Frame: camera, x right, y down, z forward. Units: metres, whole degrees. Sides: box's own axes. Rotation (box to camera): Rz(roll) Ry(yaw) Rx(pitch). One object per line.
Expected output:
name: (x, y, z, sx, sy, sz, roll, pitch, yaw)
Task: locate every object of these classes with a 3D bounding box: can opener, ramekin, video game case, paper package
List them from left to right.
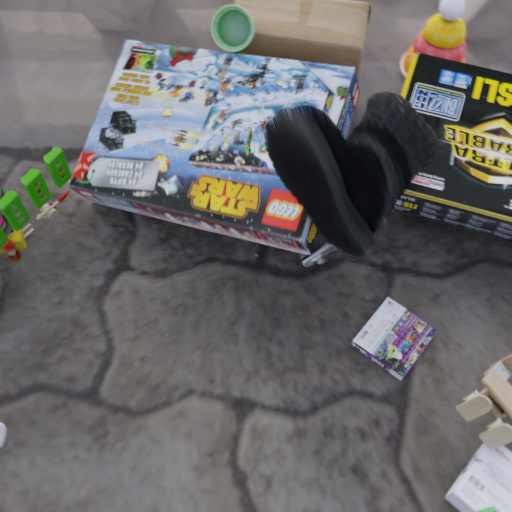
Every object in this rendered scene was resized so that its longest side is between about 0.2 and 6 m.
ramekin: (-0.382, -3.987, 9.830, 0.760, 0.760, 0.371, 12, 23, 8)
paper package: (0.811, -3.829, 11.189, 2.556, 2.436, 1.322, 9, 61, 6)
can opener: (1.422, -0.358, 9.710, 1.640, 0.437, 0.548, -37, 66, 20)
video game case: (2.275, 1.346, 9.237, 0.982, 0.194, 1.083, 35, 64, 20)

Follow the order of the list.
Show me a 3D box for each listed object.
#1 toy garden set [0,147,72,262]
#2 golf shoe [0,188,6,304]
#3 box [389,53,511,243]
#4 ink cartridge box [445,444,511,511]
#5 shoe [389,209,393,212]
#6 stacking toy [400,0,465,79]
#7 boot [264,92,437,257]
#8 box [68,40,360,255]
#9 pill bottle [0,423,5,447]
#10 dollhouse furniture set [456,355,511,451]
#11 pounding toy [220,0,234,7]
toy garden set: (-3.879, -0.824, 9.447, 0.370, 1.544, 1.852, 34, 67, 8)
golf shoe: (-5.067, -0.164, 9.515, 1.234, 1.408, 3.197, -6, 59, -5)
box: (4.137, -1.834, 9.860, 3.602, 0.889, 2.876, 17, 70, 10)
ink cartridge box: (3.304, 3.240, 7.886, 0.753, 0.434, 1.032, 39, 65, 22)
shoe: (2.365, -1.139, 10.463, 1.004, 0.788, 2.206, 33, 60, 24)
stacking toy: (4.007, -4.692, 12.014, 1.458, 1.996, 1.458, 0, 57, 0)
boot: (1.451, -1.614, 8.034, 1.131, 3.007, 2.248, 28, 76, 36)
box: (-0.785, -2.058, 10.014, 4.562, 0.910, 3.123, 15, 78, 20)
pill bottle: (-4.335, 2.564, 8.217, 1.111, 0.609, 0.609, 17, 59, 11)
dollhouse furniture set: (3.904, 2.226, 7.972, 1.350, 0.956, 1.470, -24, 71, -43)
pounding toy: (0.279, -6.071, 13.482, 1.888, 1.342, 1.738, 7, 56, 17)
